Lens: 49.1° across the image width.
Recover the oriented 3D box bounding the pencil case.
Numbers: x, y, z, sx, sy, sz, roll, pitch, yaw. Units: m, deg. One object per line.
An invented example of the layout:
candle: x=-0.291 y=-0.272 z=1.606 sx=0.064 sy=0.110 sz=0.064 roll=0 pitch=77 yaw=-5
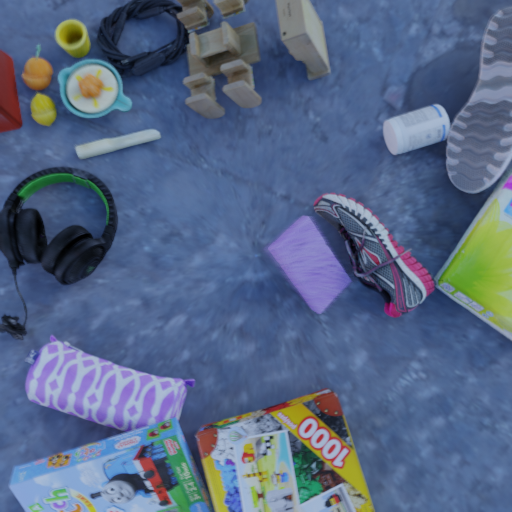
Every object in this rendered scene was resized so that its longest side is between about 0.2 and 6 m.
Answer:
pencil case: x=-2.304 y=2.082 z=8.728 sx=2.464 sy=1.034 sz=1.053 roll=19 pitch=52 yaw=2

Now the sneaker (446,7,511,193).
sneaker: x=4.136 y=-2.455 z=9.338 sx=1.116 sy=1.224 sz=2.986 roll=24 pitch=101 yaw=36

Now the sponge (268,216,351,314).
sponge: x=0.872 y=0.154 z=8.904 sx=0.794 sy=0.212 sz=1.424 roll=-43 pitch=114 yaw=-13

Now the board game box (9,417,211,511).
board game box: x=-2.059 y=3.498 z=8.274 sx=2.396 sy=0.438 sz=1.812 roll=-16 pitch=118 yaw=-2

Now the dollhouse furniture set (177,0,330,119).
dollhouse furniture set: x=-0.057 y=-3.548 z=9.631 sx=2.257 sy=1.499 sz=1.978 roll=-10 pitch=81 yaw=21

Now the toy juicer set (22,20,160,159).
toy juicer set: x=-3.031 y=-2.660 z=9.567 sx=1.628 sy=0.696 sz=2.559 roll=-36 pitch=84 yaw=-5

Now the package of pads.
package of pads: x=4.383 y=0.012 z=9.075 sx=1.952 sy=0.862 sz=2.527 roll=36 pitch=84 yaw=7

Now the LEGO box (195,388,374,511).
LEGO box: x=0.556 y=3.712 z=8.357 sx=2.173 sy=1.126 sz=2.918 roll=-17 pitch=82 yaw=-3

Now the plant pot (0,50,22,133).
plant pot: x=-4.928 y=-2.865 z=9.329 sx=1.400 sy=1.235 sz=1.402 roll=-12 pitch=82 yaw=-1

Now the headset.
headset: x=-3.383 y=-0.061 z=9.179 sx=1.777 sy=1.352 sz=2.877 roll=19 pitch=67 yaw=1

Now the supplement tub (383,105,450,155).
supplement tub: x=2.721 y=-2.145 z=9.526 sx=0.953 sy=0.629 sz=0.629 roll=-17 pitch=82 yaw=-3

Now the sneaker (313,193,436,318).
sneaker: x=1.796 y=-0.065 z=9.042 sx=0.887 sy=0.958 sz=2.377 roll=-43 pitch=84 yaw=-4

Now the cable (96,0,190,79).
cable: x=-1.958 y=-3.958 z=9.962 sx=1.672 sy=0.425 sz=1.364 roll=-32 pitch=77 yaw=-2
